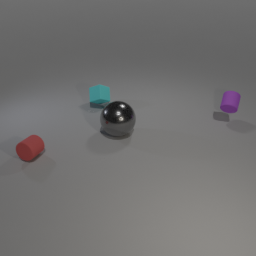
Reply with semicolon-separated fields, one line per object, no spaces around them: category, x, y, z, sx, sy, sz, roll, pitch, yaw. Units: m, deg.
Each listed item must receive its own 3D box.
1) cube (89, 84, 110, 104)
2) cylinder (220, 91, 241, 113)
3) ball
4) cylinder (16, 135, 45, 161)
cube;-1.326;-1.568;13.142;0.700;0.700;0.700;-10;-11;35
cylinder;4.277;-1.080;11.702;0.700;0.700;0.700;13;68;21
ball;-0.391;-0.356;10.922;1.400;1.400;1.400;0;30;0
cylinder;-3.394;0.680;9.742;0.700;0.700;0.700;10;25;16
